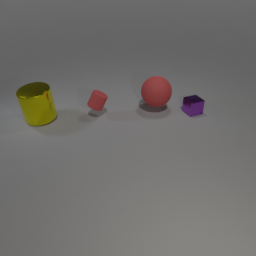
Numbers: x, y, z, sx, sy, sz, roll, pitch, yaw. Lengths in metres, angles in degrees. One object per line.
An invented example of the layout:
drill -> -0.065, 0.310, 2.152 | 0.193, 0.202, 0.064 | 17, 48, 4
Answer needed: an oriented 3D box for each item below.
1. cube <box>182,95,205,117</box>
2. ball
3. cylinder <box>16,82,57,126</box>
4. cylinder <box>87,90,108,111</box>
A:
cube -> 2.962, -1.019, 12.740 | 0.700, 0.700, 0.700 | -13, 34, -20
ball -> 1.288, -1.653, 12.695 | 1.400, 1.400, 1.400 | 0, 32, 0
cylinder -> -3.884, -1.042, 11.986 | 1.400, 1.400, 1.400 | -4, 37, 3
cylinder -> -1.333, -1.203, 12.236 | 0.700, 0.700, 0.700 | 25, 20, -10
